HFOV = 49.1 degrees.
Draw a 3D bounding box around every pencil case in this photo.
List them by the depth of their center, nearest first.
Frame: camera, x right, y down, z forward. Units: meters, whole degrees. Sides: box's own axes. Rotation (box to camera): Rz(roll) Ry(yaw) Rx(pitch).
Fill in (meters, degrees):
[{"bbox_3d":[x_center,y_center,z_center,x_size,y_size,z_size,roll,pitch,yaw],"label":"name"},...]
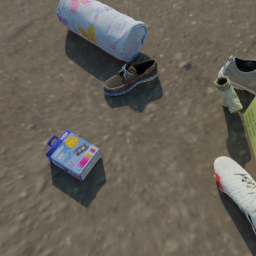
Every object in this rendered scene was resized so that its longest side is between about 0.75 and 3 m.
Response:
[{"bbox_3d":[-0.788,-3.174,8.523,2.854,1.186,1.294,33,66,18],"label":"pencil case"}]

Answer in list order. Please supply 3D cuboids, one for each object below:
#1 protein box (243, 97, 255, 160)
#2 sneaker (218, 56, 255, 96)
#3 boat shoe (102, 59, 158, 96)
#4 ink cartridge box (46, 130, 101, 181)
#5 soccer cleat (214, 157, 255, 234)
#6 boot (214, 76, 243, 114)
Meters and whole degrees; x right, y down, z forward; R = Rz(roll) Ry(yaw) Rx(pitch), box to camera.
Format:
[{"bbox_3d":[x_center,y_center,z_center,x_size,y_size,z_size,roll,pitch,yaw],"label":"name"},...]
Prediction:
[{"bbox_3d":[3.840,0.015,6.103,1.462,2.167,2.152,-2,60,-1],"label":"protein box"},{"bbox_3d":[3.669,-1.372,7.635,2.227,0.913,0.832,13,61,8],"label":"sneaker"},{"bbox_3d":[0.048,-1.510,7.881,1.731,0.627,0.625,-28,64,-15],"label":"boat shoe"},{"bbox_3d":[-1.381,0.609,6.769,1.208,0.461,0.824,27,63,17],"label":"ink cartridge box"},{"bbox_3d":[2.652,1.495,5.951,0.777,0.965,2.264,-20,62,-12],"label":"soccer cleat"},{"bbox_3d":[2.517,-0.939,7.201,0.410,0.880,1.138,-29,18,16],"label":"boot"}]
